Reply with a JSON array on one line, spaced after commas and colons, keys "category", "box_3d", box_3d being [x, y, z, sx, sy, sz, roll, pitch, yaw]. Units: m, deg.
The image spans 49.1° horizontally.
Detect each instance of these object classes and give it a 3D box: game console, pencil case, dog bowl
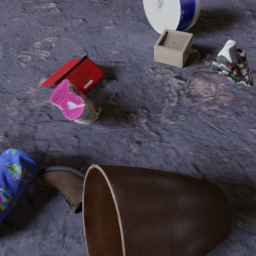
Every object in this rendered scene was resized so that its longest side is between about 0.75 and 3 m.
[{"category": "game console", "box_3d": [-2.155, -1.897, 11.092, 1.636, 1.127, 1.898, 42, 61, -6]}, {"category": "pencil case", "box_3d": [-3.297, 1.612, 7.001, 0.972, 1.082, 2.492, -15, 37, 52]}, {"category": "dog bowl", "box_3d": [1.976, -6.004, 13.225, 1.181, 2.998, 2.998, -25, 51, -20]}]

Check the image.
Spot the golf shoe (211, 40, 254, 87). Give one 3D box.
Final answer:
[{"category": "golf shoe", "box_3d": [3.347, -1.840, 8.390, 0.814, 0.929, 2.109, 28, 10, 41]}]

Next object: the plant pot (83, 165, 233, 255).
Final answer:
[{"category": "plant pot", "box_3d": [0.721, 1.992, 6.109, 2.850, 2.663, 2.663, -3, 44, -23]}]

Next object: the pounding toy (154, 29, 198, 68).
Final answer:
[{"category": "pounding toy", "box_3d": [2.157, -3.471, 12.276, 1.509, 1.165, 1.639, 19, 59, 18]}]

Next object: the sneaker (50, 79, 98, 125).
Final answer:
[{"category": "sneaker", "box_3d": [-1.784, -0.770, 9.310, 0.954, 1.034, 2.345, -46, 46, 5]}]

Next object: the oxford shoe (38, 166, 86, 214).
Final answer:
[{"category": "oxford shoe", "box_3d": [-1.427, 1.653, 7.374, 2.379, 0.865, 1.004, 13, 54, 15]}]

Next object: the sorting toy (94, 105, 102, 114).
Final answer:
[{"category": "sorting toy", "box_3d": [-1.471, -0.610, 9.924, 0.806, 0.282, 0.811, 17, 49, 16]}]
